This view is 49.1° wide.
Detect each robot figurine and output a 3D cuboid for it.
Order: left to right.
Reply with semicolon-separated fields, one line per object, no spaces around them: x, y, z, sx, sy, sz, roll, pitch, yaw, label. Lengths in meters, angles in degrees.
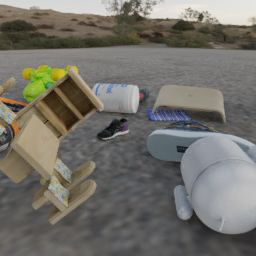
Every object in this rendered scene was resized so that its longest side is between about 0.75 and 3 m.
1.665;0.953;4.994;1.899;1.264;2.239;-36;15;11;robot figurine

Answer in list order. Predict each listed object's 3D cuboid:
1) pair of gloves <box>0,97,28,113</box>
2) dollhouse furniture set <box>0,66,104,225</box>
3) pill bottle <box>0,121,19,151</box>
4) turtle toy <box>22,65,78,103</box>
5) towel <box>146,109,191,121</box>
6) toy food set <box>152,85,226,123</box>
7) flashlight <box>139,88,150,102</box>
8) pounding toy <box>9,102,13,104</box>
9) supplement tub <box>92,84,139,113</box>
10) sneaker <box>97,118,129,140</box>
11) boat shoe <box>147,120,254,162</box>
-4.046;-0.726;9.775;2.351;0.326;2.639;15;5;-8;pair of gloves
-1.396;-0.052;5.228;1.675;2.210;2.522;-37;20;5;dollhouse furniture set
-3.727;0.288;7.431;0.894;0.894;1.683;9;21;22;pill bottle
-3.733;-2.039;13.035;2.145;1.487;2.943;5;21;20;turtle toy
1.524;-0.512;10.734;1.531;0.183;1.108;-1;20;-3;towel
2.409;-0.900;11.031;2.730;0.825;1.959;7;31;13;toy food set
0.337;-1.392;12.481;0.597;0.599;1.762;-28;1;44;flashlight
-4.446;-0.559;9.597;0.995;0.518;1.133;19;59;42;pounding toy
-0.502;-1.191;11.215;1.713;1.130;1.130;4;20;15;supplement tub
-0.498;-0.016;8.805;0.464;0.536;1.224;18;26;40;sneaker
1.994;0.356;6.978;2.898;1.025;1.316;11;27;34;boat shoe
